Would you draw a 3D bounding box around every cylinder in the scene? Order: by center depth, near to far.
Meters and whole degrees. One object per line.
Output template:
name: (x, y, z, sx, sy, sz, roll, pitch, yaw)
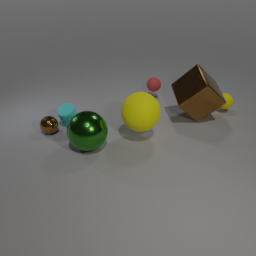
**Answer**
cylinder: (-2.391, -0.509, 11.234, 0.700, 0.700, 0.700, -7, 49, 8)

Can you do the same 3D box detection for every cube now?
cube: (2.828, -1.396, 11.329, 1.400, 1.400, 1.400, 31, 35, -35)

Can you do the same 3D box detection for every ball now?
ball: (-1.396, 0.102, 9.654, 1.400, 1.400, 1.400, 0, 29, 0)
ball: (0.449, -0.578, 10.007, 1.400, 1.400, 1.400, 0, 29, 0)
ball: (-3.027, -0.118, 10.750, 0.700, 0.700, 0.700, 0, 29, 0)
ball: (4.260, -1.179, 12.349, 0.700, 0.700, 0.700, 0, 29, 0)
ball: (1.253, -2.104, 13.565, 0.700, 0.700, 0.700, 0, 29, 0)
